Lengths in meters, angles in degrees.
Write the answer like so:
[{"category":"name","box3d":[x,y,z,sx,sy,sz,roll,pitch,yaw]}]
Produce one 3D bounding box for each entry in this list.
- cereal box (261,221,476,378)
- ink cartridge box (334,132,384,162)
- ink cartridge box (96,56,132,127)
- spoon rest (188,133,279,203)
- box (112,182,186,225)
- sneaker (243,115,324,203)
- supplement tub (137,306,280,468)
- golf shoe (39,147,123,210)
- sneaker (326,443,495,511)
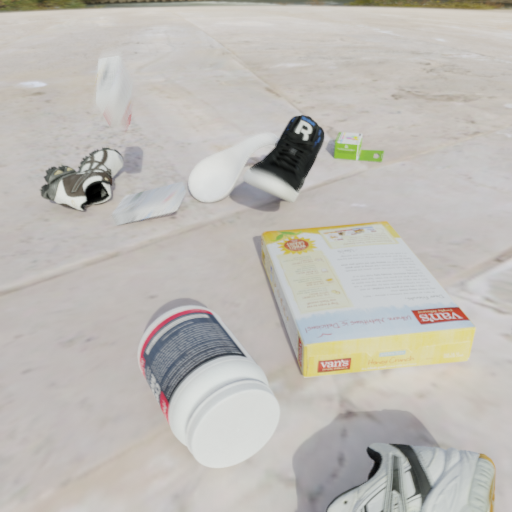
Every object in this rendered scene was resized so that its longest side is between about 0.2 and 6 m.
[{"category":"cereal box","box3d":[1.416,0.471,8.237,2.247,0.617,3.123,-4,30,-7]},{"category":"ink cartridge box","box3d":[2.595,-2.725,14.006,1.184,0.449,0.875,7,31,13]},{"category":"ink cartridge box","box3d":[-2.213,-2.562,8.761,0.371,0.640,0.867,-7,65,4]},{"category":"spoon rest","box3d":[-0.433,-1.898,11.646,2.192,0.665,1.089,-31,60,-1]},{"category":"box","box3d":[-2.054,-1.028,10.845,1.243,0.256,0.969,-14,26,11]},{"category":"sneaker","box3d":[0.590,-1.903,10.362,1.023,1.567,2.801,25,10,3]},{"category":"supplement tub","box3d":[-0.555,1.375,6.146,1.123,1.123,1.600,-15,33,-24]},{"category":"golf shoe","box3d":[-3.349,-1.516,11.705,1.109,0.913,2.348,31,36,9]},{"category":"sneaker","box3d":[0.978,2.585,4.323,1.297,1.119,2.959,5,21,29]}]
